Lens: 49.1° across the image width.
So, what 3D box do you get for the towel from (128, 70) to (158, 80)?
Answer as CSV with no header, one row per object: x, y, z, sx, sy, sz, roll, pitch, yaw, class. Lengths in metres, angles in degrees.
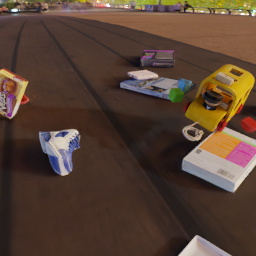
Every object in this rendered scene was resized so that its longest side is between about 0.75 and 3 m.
0.683,-2.508,13.259,1.103,0.178,1.053,-13,28,-26,towel

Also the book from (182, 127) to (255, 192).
2.523,0.724,7.213,1.360,0.489,2.035,24,37,36,book

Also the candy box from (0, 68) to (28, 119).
-3.945,-1.108,9.176,0.847,1.452,0.410,29,29,-9,candy box

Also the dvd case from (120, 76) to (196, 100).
1.340,-1.892,12.502,2.817,0.247,2.010,19,32,32,dvd case

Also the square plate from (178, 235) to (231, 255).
1.272,2.276,4.533,0.921,0.132,0.930,23,35,37,square plate

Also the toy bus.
2.605,-0.933,8.041,2.399,1.314,2.542,2,41,-11,toy bus

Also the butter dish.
-5.187,-1.620,10.360,2.306,1.704,2.299,-19,33,-32,butter dish

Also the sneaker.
-1.664,0.447,7.447,1.024,0.716,1.773,-16,30,-25,sneaker

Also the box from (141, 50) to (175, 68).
1.786,-4.155,16.650,1.906,0.481,2.667,3,26,7,box
